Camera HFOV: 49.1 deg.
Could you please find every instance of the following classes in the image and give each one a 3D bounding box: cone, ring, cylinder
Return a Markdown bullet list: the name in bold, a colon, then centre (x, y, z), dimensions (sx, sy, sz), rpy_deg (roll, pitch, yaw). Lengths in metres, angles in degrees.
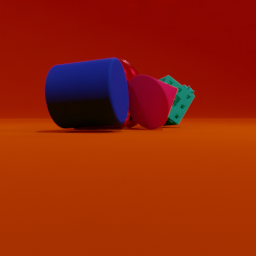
- **cone**: centre (0.855, -0.807, 6.942), dimensions (1.322, 1.322, 1.327), rpy_deg (2, 21, 46)
- **ring**: centre (-0.149, -0.965, 7.950), dimensions (0.393, 1.965, 1.965), rpy_deg (-18, 11, -29)
- **cylinder**: centre (-0.775, -0.681, 5.688), dimensions (1.317, 1.317, 1.317), rpy_deg (-4, 1, 14)

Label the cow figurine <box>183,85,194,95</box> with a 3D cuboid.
- **cow figurine**: centre (1.827, -1.001, 9.996), dimensions (1.071, 0.588, 1.054), rpy_deg (-31, -12, -33)

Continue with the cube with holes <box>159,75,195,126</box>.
- **cube with holes**: centre (1.114, -0.764, 8.294), dimensions (1.007, 1.007, 1.007), rpy_deg (35, -12, -14)

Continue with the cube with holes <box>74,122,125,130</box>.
- **cube with holes**: centre (-0.696, -0.559, 7.203), dimensions (1.155, 1.155, 1.155), rpy_deg (0, 2, 2)
